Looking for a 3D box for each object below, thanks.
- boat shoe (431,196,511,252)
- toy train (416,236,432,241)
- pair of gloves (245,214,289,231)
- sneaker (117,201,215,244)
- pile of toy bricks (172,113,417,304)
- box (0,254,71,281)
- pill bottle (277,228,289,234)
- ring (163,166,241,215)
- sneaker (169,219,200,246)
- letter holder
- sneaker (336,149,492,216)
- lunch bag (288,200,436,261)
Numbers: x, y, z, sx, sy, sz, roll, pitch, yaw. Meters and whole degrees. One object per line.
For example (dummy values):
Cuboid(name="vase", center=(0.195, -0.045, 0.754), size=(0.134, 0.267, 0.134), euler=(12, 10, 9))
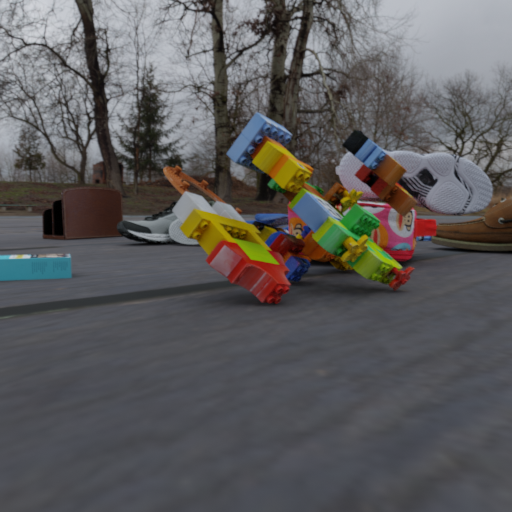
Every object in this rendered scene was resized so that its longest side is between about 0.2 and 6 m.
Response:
Cuboid(name="boat shoe", center=(5.250, -0.637, 11.383), size=(3.376, 1.148, 1.215), euler=(5, 7, 41))
Cuboid(name="toy train", center=(4.572, -0.511, 15.084), size=(0.557, 0.241, 0.318), euler=(-1, 11, -12))
Cuboid(name="pair of gloves", center=(0.550, -0.601, 12.686), size=(1.793, 0.254, 2.231), euler=(-7, -12, 10))
Cuboid(name="sneaker", center=(-2.149, -0.864, 14.088), size=(2.854, 1.132, 1.055), euler=(-6, 8, -37))
Cuboid(name="pile of toy bricks", center=(1.013, -0.269, 6.553), size=(1.788, 2.009, 3.622), euler=(49, 20, 28))
Cuboid(name="box", center=(-3.126, 0.154, 7.499), size=(1.232, 0.303, 0.507), euler=(-2, 6, -20))
Cuboid(name="pill bottle", center=(0.412, -0.382, 12.308), size=(0.472, 0.472, 0.850), euler=(3, 6, 32))
Cuboid(name="ring", center=(-1.191, -1.488, 15.093), size=(3.042, 0.292, 3.042), euler=(38, 10, -8))
Cuboid(name="sneaker", center=(-1.084, -0.513, 13.391), size=(1.964, 0.726, 0.805), euler=(3, -13, 17))
Cuboid(name="letter holder", center=(-5.037, -1.265, 16.362), size=(1.053, 1.488, 2.094), euler=(4, 7, 36))
Cuboid(name="sneaker", center=(2.847, -1.433, 10.538), size=(2.817, 1.058, 1.619), euler=(10, 7, -3))
Cuboid(name="lunch bag", center=(1.913, -0.490, 9.890), size=(2.421, 1.126, 2.749), euler=(3, 5, 17))
